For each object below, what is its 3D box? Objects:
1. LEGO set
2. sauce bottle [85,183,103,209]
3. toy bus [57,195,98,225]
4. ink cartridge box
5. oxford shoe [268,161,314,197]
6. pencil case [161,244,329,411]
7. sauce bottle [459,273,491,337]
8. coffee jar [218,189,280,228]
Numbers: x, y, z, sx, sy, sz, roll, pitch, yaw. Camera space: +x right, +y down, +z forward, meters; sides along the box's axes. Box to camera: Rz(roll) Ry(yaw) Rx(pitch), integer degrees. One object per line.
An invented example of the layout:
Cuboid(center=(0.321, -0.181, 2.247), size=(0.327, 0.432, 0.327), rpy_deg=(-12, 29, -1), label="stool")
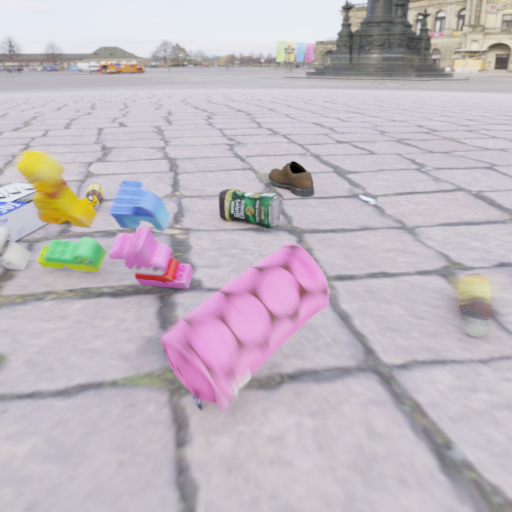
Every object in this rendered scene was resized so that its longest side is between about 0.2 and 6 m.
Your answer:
Cuboid(center=(-2.960, -0.691, 8.805), size=(3.968, 1.628, 1.513), rpy_deg=(4, 60, 15), label="LEGO set")
Cuboid(center=(-3.823, -1.388, 13.241), size=(0.416, 0.416, 1.287), rpy_deg=(-5, 23, -13), label="sauce bottle")
Cuboid(center=(-3.892, -1.011, 12.136), size=(0.328, 0.394, 1.007), rpy_deg=(-27, -2, 42), label="toy bus")
Cuboid(center=(-5.132, -0.850, 11.436), size=(1.383, 0.650, 2.942), rpy_deg=(3, 21, 10), label="ink cartridge box")
Cuboid(center=(0.929, -2.132, 14.653), size=(0.682, 0.792, 1.877), rpy_deg=(-14, 23, -28), label="oxford shoe")
Cuboid(center=(-0.020, 0.709, 6.095), size=(0.951, 0.922, 2.031), rpy_deg=(33, 55, 28), label="pencil case")
Cuboid(center=(3.035, 0.668, 7.748), size=(0.438, 0.438, 1.328), rpy_deg=(6, 23, 16), label="sauce bottle")
Cuboid(center=(-0.172, -1.029, 11.873), size=(1.326, 0.692, 0.566), rpy_deg=(10, 26, 27), label="coffee jar")
